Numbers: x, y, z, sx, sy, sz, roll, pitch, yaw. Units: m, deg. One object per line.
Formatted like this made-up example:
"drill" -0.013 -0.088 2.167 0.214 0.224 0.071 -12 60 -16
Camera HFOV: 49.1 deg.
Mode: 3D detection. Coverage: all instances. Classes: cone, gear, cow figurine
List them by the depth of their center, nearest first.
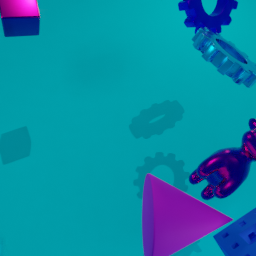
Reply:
"cone" 0.997 1.451 4.480 1.401 1.396 1.396 2 62 -3
"cow figurine" 2.007 0.610 5.190 1.601 1.627 0.893 -35 75 -12
"gear" 1.944 -1.406 5.507 1.500 0.277 1.500 24 36 -19
"gear" 1.894 -3.056 6.482 1.712 1.712 0.317 -39 33 -19

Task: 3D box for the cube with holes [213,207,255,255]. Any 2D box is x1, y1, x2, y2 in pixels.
"cube with holes" 2.413 2.241 4.789 1.129 1.129 1.129 -33 97 -2

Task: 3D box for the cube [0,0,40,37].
"cube" -2.305 -2.449 5.908 0.739 0.739 0.739 -11 82 -21

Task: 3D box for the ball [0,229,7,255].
"ball" -2.333 1.900 4.364 0.821 0.821 0.821 0 62 0
